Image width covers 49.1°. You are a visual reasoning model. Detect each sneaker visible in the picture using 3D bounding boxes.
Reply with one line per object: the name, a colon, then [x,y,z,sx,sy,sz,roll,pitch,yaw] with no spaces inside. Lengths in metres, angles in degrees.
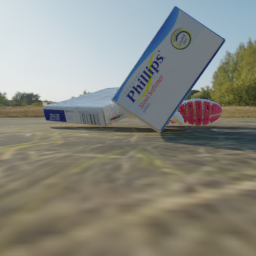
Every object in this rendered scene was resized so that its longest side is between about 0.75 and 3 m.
sneaker: [1.799,-0.634,9.235,2.430,0.896,1.063,-4,24,7]
sneaker: [1.129,-0.368,8.008,1.004,0.444,0.378,35,35,-7]

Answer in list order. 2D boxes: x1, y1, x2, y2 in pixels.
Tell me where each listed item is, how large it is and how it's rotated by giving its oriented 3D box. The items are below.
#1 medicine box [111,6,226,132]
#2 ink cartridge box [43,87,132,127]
medicine box: [0.829,-1.080,6.047,1.154,2.042,2.242,35,7,4]
ink cartridge box: [-0.707,-0.765,8.824,2.781,0.613,2.833,5,20,43]
